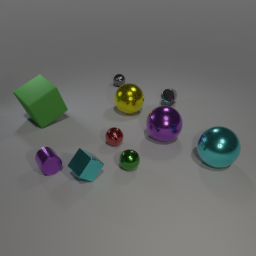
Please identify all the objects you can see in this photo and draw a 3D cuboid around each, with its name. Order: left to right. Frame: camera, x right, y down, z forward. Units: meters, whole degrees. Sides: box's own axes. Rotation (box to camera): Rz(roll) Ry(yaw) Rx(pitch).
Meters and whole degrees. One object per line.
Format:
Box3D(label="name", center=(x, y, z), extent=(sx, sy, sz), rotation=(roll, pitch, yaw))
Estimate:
Box3D(label="cube", center=(-3.698, -1.145, 11.944), extent=(1.400, 1.400, 1.400), rotation=(-39, 53, -19))
Box3D(label="cylinder", center=(-2.651, 1.096, 9.343), extent=(0.700, 0.700, 0.700), rotation=(-19, 35, -29))
Box3D(label="cube", center=(-1.334, 1.175, 8.899), extent=(0.700, 0.700, 0.700), rotation=(35, 1, 39))
Box3D(label="ball", center=(-0.519, 0.317, 10.678), extent=(0.700, 0.700, 0.700), rotation=(0, 30, 0))
Box3D(label="ball", center=(-0.493, -2.713, 15.872), extent=(0.700, 0.700, 0.700), rotation=(0, 30, 0))
Box3D(label="ball", center=(0.056, -1.349, 12.873), extent=(1.400, 1.400, 1.400), rotation=(0, 30, 0))
Box3D(label="ball", center=(0.052, 1.060, 9.394), extent=(0.700, 0.700, 0.700), rotation=(0, 30, 0))
Box3D(label="ball", center=(1.405, -0.169, 10.832), extent=(1.400, 1.400, 1.400), rotation=(0, 30, 0))
Box3D(label="cylinder", center=(2.030, -1.589, 13.782), extent=(0.700, 0.700, 0.700), rotation=(10, 13, 16))
Box3D(label="ball", center=(3.048, 0.634, 9.433), extent=(1.400, 1.400, 1.400), rotation=(0, 30, 0))
